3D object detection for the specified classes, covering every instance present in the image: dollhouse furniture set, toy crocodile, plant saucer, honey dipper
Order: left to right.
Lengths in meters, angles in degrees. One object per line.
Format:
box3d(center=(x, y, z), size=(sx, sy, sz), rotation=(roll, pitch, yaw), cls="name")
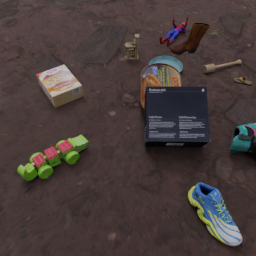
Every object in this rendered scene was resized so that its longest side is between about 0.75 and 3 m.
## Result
box3d(center=(-2.341, 0.891, 8.930), size=(2.372, 0.732, 0.801), rotation=(-29, 55, -24), cls="toy crocodile")
box3d(center=(0.140, -3.920, 12.881), size=(0.651, 1.170, 1.035), rotation=(-3, 49, -3), cls="dollhouse furniture set")
box3d(center=(1.670, -2.705, 12.459), size=(1.487, 0.204, 1.487), rotation=(0, 49, 1), cls="plant saucer")
box3d(center=(4.233, -2.763, 12.456), size=(1.941, 0.369, 0.369), rotation=(-13, 50, -17), cls="honey dipper")

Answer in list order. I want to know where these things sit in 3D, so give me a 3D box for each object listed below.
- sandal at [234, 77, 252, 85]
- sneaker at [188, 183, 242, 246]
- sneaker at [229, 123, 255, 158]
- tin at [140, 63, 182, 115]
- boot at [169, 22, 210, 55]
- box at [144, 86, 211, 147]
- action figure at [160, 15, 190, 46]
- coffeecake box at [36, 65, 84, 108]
box3d(center=(4.869, -2.019, 11.848), size=(0.754, 0.204, 0.303), rotation=(18, 51, 15), cls="sandal")
box3d(center=(2.352, 2.250, 7.560), size=(0.711, 0.986, 1.877), rotation=(-28, 54, -23), cls="sneaker")
box3d(center=(3.998, 0.662, 8.974), size=(1.334, 0.924, 2.209), rotation=(-1, 41, -8), cls="sneaker")
box3d(center=(1.301, -1.409, 10.977), size=(1.621, 0.606, 2.894), rotation=(0, 53, 5), cls="tin")
box3d(center=(2.115, -3.093, 9.719), size=(1.127, 1.197, 0.410), rotation=(-1, 59, -16), cls="boot")
box3d(center=(1.575, -0.350, 9.346), size=(2.032, 1.058, 1.850), rotation=(1, 77, 1), cls="box")
box3d(center=(2.393, -5.019, 14.015), size=(0.670, 1.016, 2.052), rotation=(29, 52, 23), cls="action figure")
box3d(center=(-2.753, -1.732, 11.331), size=(1.258, 0.599, 1.639), rotation=(-27, 54, -21), cls="coffeecake box")
